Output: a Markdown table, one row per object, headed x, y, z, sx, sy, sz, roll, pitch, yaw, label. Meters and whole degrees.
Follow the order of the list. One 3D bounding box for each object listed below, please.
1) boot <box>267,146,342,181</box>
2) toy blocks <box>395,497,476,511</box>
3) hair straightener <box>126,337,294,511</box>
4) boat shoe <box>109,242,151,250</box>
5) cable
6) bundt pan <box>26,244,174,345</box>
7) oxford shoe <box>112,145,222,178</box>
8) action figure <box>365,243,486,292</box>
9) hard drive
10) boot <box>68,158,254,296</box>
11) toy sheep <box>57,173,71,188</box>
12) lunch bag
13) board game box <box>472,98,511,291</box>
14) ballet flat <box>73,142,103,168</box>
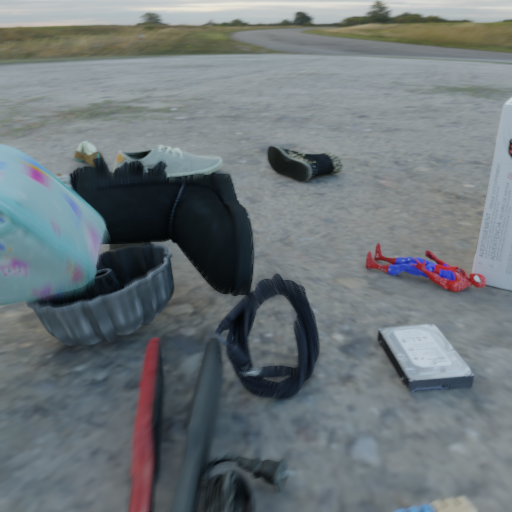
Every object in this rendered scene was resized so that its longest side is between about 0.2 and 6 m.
| x | y | z | sx | sy | sz | roll | pitch | yaw | label |
| --- | --- | --- | --- | --- | --- | --- | --- | --- | --- |
| 1.234 | -2.452 | 14.567 | 1.343 | 0.642 | 1.778 | -14 | 34 | -32 | boot |
| 1.495 | 2.349 | 3.795 | 2.329 | 1.164 | 1.592 | -5 | 14 | -10 | toy blocks |
| -0.388 | 1.868 | 4.843 | 1.489 | 0.792 | 3.870 | -1 | 20 | -4 | hair straightener |
| -2.301 | -0.456 | 10.215 | 0.763 | 0.653 | 2.085 | -4 | 26 | -9 | boat shoe |
| 0.277 | 0.913 | 6.582 | 1.517 | 1.238 | 0.385 | -44 | 6 | -41 | cable |
| -1.995 | 0.557 | 7.556 | 1.973 | 0.740 | 1.973 | -13 | 19 | 5 | bundt pan |
| -2.210 | -2.391 | 14.201 | 2.874 | 0.830 | 1.081 | -9 | 23 | -23 | oxford shoe |
| 2.739 | 0.195 | 9.046 | 1.873 | 0.484 | 0.613 | 18 | 28 | 29 | action figure |
| 2.074 | 1.249 | 6.990 | 0.801 | 0.217 | 1.146 | -3 | 26 | -6 | hard drive |
| -1.420 | -0.440 | 7.905 | 2.419 | 1.092 | 2.952 | 0 | 33 | -15 | boot |
| -4.241 | -1.502 | 12.472 | 0.664 | 0.664 | 0.963 | -2 | 33 | -4 | toy sheep |
| -3.335 | -0.228 | 6.466 | 2.627 | 2.107 | 1.013 | -12 | 60 | 18 | lunch bag |
| 4.887 | -1.573 | 9.976 | 0.776 | 2.830 | 4.484 | 14 | 28 | 28 | board game box |
| -4.627 | -2.830 | 15.435 | 0.537 | 0.573 | 1.583 | -16 | 29 | -30 | ballet flat |
